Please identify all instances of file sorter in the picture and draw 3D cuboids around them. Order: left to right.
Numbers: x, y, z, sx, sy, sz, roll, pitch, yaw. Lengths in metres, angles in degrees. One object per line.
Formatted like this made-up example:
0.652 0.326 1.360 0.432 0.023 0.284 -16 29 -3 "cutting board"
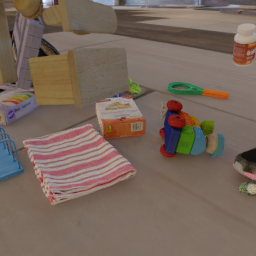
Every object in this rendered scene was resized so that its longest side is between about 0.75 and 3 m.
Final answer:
-3.432 0.506 6.729 1.125 0.995 1.622 -21 36 -33 "file sorter"

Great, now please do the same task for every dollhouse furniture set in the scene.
-1.116 -1.237 4.010 1.747 1.662 1.424 1 16 25 "dollhouse furniture set"

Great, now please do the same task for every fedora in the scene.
-3.804 -2.236 10.660 2.974 2.974 1.358 11 61 19 "fedora"

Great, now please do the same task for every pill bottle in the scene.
3.486 -2.466 8.343 0.634 1.130 0.634 -8 40 7 "pill bottle"

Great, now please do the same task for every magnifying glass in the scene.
2.751 -1.492 11.140 2.425 0.272 0.965 16 32 24 "magnifying glass"

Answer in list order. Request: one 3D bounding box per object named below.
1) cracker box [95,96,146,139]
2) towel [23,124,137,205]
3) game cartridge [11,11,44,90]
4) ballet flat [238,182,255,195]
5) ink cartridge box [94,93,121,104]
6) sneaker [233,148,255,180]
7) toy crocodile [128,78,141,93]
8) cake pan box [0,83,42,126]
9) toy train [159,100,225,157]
-0.296 -0.386 8.810 1.254 0.540 1.872 -6 29 -12 "cracker box"
-1.330 0.668 7.031 2.049 0.419 2.800 -15 32 -26 "towel"
-2.639 -2.211 7.074 0.480 1.622 2.502 11 30 -32 "game cartridge"
2.806 1.294 5.965 0.831 0.309 0.309 1 29 3 "ballet flat"
-1.182 -1.583 10.784 2.054 0.784 1.401 -13 31 -25 "ink cartridge box"
3.707 0.415 6.496 2.773 1.322 1.095 -9 25 -16 "sneaker"
-0.111 -1.780 11.382 1.780 0.550 0.601 37 7 41 "toy crocodile"
-4.355 -0.926 9.785 2.239 0.586 2.062 12 29 21 "cake pan box"
1.731 -0.141 7.950 1.520 1.112 2.626 11 29 -1 "toy train"
